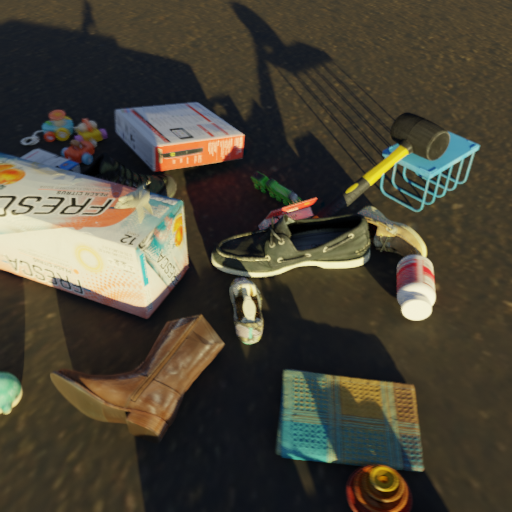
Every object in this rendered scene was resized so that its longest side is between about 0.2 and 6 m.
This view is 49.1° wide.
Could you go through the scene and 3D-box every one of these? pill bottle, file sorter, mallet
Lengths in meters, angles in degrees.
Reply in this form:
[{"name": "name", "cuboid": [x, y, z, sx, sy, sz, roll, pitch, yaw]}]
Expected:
[{"name": "pill bottle", "cuboid": [2.718, 0.546, 9.551, 0.620, 0.620, 1.104, 7, 41, 8]}, {"name": "file sorter", "cuboid": [3.661, -1.862, 12.013, 1.733, 1.063, 1.202, -29, 48, -30]}, {"name": "mallet", "cuboid": [2.202, -1.661, 11.291, 3.435, 0.707, 1.131, -35, 48, -1]}]

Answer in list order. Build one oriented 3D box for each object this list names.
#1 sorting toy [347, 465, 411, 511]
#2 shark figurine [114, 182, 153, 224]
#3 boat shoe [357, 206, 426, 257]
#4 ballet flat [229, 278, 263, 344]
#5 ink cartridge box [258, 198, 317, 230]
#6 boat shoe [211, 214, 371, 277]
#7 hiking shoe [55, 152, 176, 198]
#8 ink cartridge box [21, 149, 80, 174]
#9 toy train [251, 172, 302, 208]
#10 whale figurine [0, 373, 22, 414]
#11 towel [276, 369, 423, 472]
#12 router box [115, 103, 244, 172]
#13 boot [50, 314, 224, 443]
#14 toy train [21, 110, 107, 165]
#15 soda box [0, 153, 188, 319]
[{"name": "sorting toy", "cuboid": [1.766, 3.080, 6.566, 1.624, 0.666, 0.976, 31, 49, 30]}, {"name": "shark figurine", "cuboid": [-1.749, -0.799, 8.644, 0.673, 0.470, 1.127, -35, 21, -15]}, {"name": "boat shoe", "cuboid": [2.463, -0.351, 10.653, 0.574, 0.639, 1.728, -27, 39, -21]}, {"name": "ballet flat", "cuboid": [-0.149, 0.762, 9.383, 0.548, 0.548, 1.525, -5, 41, -5]}, {"name": "ink cartridge box", "cuboid": [0.638, -0.753, 10.906, 1.011, 0.891, 0.226, -18, 81, -19]}, {"name": "boat shoe", "cuboid": [0.655, -0.311, 10.259, 2.982, 0.989, 1.114, 0, 41, 0]}, {"name": "hiking shoe", "cuboid": [-2.749, -1.457, 11.297, 2.466, 1.241, 0.934, -15, 45, -27]}, {"name": "ink cartridge box", "cuboid": [-4.650, -1.796, 12.337, 1.261, 0.532, 0.921, 21, 45, 23]}, {"name": "toy train", "cuboid": [0.418, -1.409, 11.893, 0.298, 0.403, 1.429, -44, 49, -14]}, {"name": "whale figurine", "cuboid": [-3.767, 2.026, 7.966, 0.676, 0.441, 0.850, 22, 45, 24]}, {"name": "towel", "cuboid": [1.285, 2.289, 7.865, 1.932, 0.210, 1.417, 6, 41, 5]}, {"name": "router box", "cuboid": [-1.835, -2.864, 13.146, 2.207, 0.601, 2.460, -14, 37, -28]}, {"name": "boot", "cuboid": [-1.690, 1.530, 8.366, 1.917, 0.661, 2.057, 25, 48, 8]}, {"name": "toy train", "cuboid": [-4.630, -2.947, 13.626, 2.174, 0.605, 1.633, 22, 45, 23]}, {"name": "soda box", "cuboid": [-3.613, -0.528, 10.010, 4.729, 1.617, 1.503, 15, 42, 17]}]
